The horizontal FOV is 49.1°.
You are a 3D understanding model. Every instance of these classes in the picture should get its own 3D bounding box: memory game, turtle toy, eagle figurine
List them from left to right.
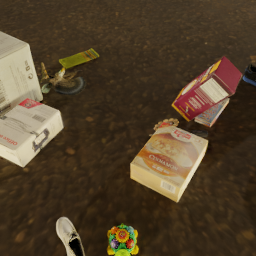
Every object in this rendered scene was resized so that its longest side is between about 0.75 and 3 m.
[{"bbox_3d":[-2.808,-2.077,12.015,1.774,1.339,1.346,10,82,-32],"label":"eagle figurine"},{"bbox_3d":[-0.137,2.951,7.135,0.809,0.561,1.110,-1,45,-1],"label":"turtle toy"},{"bbox_3d":[1.375,-0.091,9.994,0.918,0.918,0.058,-9,63,-9],"label":"memory game"}]

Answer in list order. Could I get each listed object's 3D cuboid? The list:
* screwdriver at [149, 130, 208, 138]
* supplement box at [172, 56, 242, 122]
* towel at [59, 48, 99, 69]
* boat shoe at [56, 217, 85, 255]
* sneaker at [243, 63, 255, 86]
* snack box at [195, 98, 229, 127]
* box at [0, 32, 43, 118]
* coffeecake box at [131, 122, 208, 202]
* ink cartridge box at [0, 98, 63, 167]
[{"bbox_3d":[1.825,0.196,10.145,2.099,0.293,0.305,3,73,6],"label":"screwdriver"},{"bbox_3d":[2.821,-1.357,10.185,0.974,2.274,1.255,43,52,-7],"label":"supplement box"},{"bbox_3d":[-2.408,-3.463,13.883,1.877,0.169,0.808,-27,50,-24],"label":"towel"},{"bbox_3d":[-1.441,2.833,7.126,0.470,0.429,1.305,0,51,-37],"label":"boat shoe"},{"bbox_3d":[6.001,-2.140,12.118,1.968,0.767,0.690,29,51,26],"label":"sneaker"},{"bbox_3d":[3.350,-0.742,11.096,0.660,0.223,1.836,27,51,24],"label":"snack box"},{"bbox_3d":[-5.082,-1.827,10.515,2.227,2.586,2.599,27,51,25],"label":"box"},{"bbox_3d":[1.334,0.992,8.941,1.653,0.787,2.154,24,50,22],"label":"coffeecake box"},{"bbox_3d":[-3.596,0.092,9.760,1.568,0.913,2.166,21,48,20],"label":"ink cartridge box"}]
